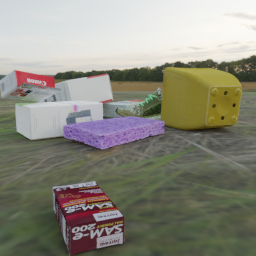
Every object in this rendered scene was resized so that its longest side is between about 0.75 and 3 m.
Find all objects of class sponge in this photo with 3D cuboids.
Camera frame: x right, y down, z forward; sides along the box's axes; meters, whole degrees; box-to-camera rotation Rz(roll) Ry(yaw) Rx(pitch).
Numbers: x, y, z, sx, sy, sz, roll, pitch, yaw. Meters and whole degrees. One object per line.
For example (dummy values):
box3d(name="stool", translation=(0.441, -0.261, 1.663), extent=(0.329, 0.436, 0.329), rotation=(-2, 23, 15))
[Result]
box3d(name="sponge", translation=(-0.274, 0.037, 7.069), extent=(1.349, 0.361, 2.417), rotation=(11, 15, 39))

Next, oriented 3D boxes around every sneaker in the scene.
box3d(name="sneaker", translation=(0.882, -0.851, 10.117), extent=(2.707, 1.200, 1.041), rotation=(-2, 9, -12))

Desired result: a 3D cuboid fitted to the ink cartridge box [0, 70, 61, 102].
box3d(name="ink cartridge box", translation=(-2.490, -1.100, 7.225), extent=(1.018, 0.486, 1.160), rotation=(-19, -12, 36))

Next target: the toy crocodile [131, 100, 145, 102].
box3d(name="toy crocodile", translation=(0.404, -1.252, 14.683), extent=(1.789, 0.552, 0.604), rotation=(-2, 9, -8))

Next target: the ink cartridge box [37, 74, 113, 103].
box3d(name="ink cartridge box", translation=(-2.248, -1.359, 11.527), extent=(2.021, 1.172, 2.738), rotation=(-20, 11, -38))

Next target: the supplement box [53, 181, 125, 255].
box3d(name="supplement box", translation=(-0.419, 0.814, 2.708), extent=(0.491, 0.275, 0.903), rotation=(-4, 11, -23))

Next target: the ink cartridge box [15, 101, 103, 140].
box3d(name="ink cartridge box", translation=(-1.678, -0.310, 7.870), extent=(2.512, 0.845, 1.471), rotation=(-6, 11, -35))

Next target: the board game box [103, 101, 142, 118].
box3d(name="board game box", translation=(-0.082, -0.791, 11.759), extent=(1.334, 0.581, 1.808), rotation=(8, 13, 36))

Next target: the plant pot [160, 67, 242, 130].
box3d(name="plant pot", translation=(2.288, -0.814, 8.390), extent=(1.859, 1.847, 1.902), rotation=(-4, 16, -22))
